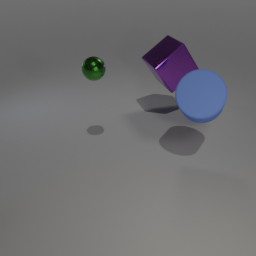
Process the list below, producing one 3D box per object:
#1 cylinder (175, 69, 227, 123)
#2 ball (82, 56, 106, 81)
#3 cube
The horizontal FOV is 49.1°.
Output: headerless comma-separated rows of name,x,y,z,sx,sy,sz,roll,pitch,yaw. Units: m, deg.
cylinder,2.179,-0.893,8.355,1.400,1.400,1.400,9,-1,16
ball,-1.006,-1.737,8.205,0.700,0.700,0.700,0,30,0
cube,1.657,-2.532,11.057,1.400,1.400,1.400,-40,36,6
